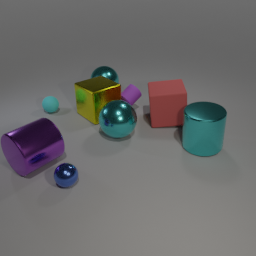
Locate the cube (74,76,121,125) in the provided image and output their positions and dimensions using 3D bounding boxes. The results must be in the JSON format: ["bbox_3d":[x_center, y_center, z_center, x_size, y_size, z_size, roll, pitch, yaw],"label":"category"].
[{"bbox_3d":[-1.237,-1.204,11.699,1.400,1.400,1.400,-24,38,-34],"label":"cube"}]

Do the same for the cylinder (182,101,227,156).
[{"bbox_3d":[2.582,0.010,9.585,1.400,1.400,1.400,-3,31,2],"label":"cylinder"}]

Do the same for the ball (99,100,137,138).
[{"bbox_3d":[-0.368,-0.328,10.228,1.400,1.400,1.400,0,31,0],"label":"ball"}]

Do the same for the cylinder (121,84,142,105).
[{"bbox_3d":[0.103,-1.386,11.935,0.700,0.700,0.700,-47,47,-11],"label":"cylinder"}]

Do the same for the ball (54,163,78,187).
[{"bbox_3d":[-1.789,1.357,8.095,0.700,0.700,0.700,0,31,0],"label":"ball"}]

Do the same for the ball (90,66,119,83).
[{"bbox_3d":[-1.131,-2.291,13.546,1.400,1.400,1.400,0,31,0],"label":"ball"}]

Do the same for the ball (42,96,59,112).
[{"bbox_3d":[-3.330,-1.019,12.040,0.700,0.700,0.700,0,31,0],"label":"ball"}]

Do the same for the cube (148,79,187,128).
[{"bbox_3d":[1.559,-0.996,11.173,1.400,1.400,1.400,-5,31,5],"label":"cube"}]

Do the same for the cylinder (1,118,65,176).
[{"bbox_3d":[-2.958,0.560,8.749,1.400,1.400,1.400,23,38,34],"label":"cylinder"}]
